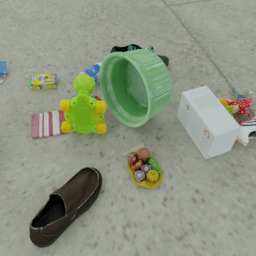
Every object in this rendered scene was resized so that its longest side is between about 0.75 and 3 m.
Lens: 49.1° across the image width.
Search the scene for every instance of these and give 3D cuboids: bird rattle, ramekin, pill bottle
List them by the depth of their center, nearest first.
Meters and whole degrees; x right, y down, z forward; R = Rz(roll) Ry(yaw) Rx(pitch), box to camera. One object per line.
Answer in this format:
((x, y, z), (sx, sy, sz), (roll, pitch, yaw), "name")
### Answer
((0.316, -1.581, 10.612), (1.393, 2.852, 2.852), (-27, 56, -33), "ramekin")
((4.028, -0.888, 11.279), (1.812, 1.021, 1.477), (-30, 41, -25), "bird rattle")
((-1.444, -2.460, 12.573), (0.768, 0.768, 1.369), (36, 60, 25), "pill bottle")

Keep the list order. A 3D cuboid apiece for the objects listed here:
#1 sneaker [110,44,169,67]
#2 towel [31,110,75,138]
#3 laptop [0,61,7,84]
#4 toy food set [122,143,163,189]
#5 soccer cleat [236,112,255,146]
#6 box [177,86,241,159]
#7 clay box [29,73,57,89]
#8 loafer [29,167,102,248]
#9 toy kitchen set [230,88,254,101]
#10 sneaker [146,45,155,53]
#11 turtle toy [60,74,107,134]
((0.528, -3.211, 12.957), (2.846, 1.128, 1.073), (0, 50, -2), "sneaker")
((-2.995, -0.208, 11.151), (1.678, 0.191, 1.209), (-9, 53, -7), "towel")
((-6.065, -2.551, 12.788), (0.872, 0.540, 0.931), (5, 52, 5), "laptop")
((0.515, 1.219, 9.749), (1.067, 0.592, 1.813), (-20, 54, -15), "toy food set")
((5.032, -0.106, 10.707), (2.312, 0.793, 0.985), (-25, 56, -14), "soccer cleat")
((2.896, -0.237, 10.385), (1.099, 1.402, 2.254), (-17, 53, -13), "box")
((-3.841, -2.099, 12.581), (1.232, 0.293, 0.708), (-4, 51, -4), "clay box")
((-1.831, 2.269, 8.618), (1.074, 1.049, 2.942), (27, 56, 20), "loafer")
((4.873, -1.528, 12.032), (0.755, 0.445, 0.605), (-1, 51, -1), "toy kitchen set")
((0.913, -3.852, 13.746), (1.009, 0.659, 0.401), (19, 55, 15), "sneaker")
((-1.596, -0.809, 10.389), (1.689, 2.317, 1.171), (2, 29, -2), "turtle toy")
